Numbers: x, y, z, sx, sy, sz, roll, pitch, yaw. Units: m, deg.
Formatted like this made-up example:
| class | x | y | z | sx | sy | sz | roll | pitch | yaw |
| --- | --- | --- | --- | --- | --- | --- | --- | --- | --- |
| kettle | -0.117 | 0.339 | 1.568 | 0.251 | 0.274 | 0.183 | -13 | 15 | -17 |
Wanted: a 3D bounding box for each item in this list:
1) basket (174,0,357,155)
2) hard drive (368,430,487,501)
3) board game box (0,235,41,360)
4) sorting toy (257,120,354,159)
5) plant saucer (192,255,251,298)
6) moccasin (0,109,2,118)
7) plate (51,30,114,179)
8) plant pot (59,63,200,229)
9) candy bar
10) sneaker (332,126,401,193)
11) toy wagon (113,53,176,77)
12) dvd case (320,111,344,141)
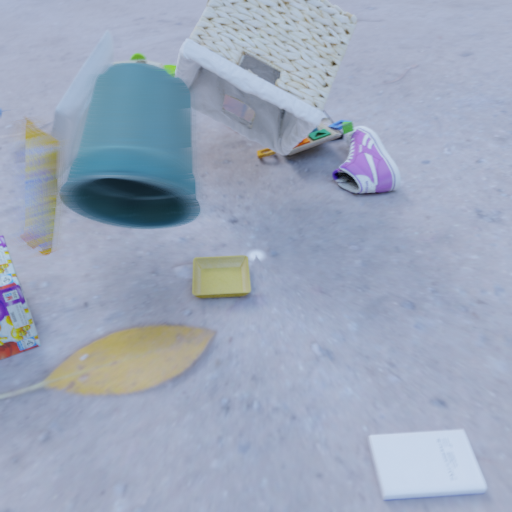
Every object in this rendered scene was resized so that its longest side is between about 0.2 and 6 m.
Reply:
| class | x | y | z | sx | sy | sz | roll | pitch | yaw |
| --- | --- | --- | --- | --- | --- | --- | --- | --- | --- |
| basket | 0.085 | -3.776 | 11.070 | 2.795 | 2.820 | 2.268 | 26 | 83 | -9 |
| hard drive | 2.235 | 2.752 | 7.420 | 1.317 | 0.167 | 0.869 | -3 | 40 | -3 |
| board game box | -4.995 | 0.961 | 8.617 | 2.716 | 1.399 | 1.424 | -20 | 44 | -22 |
| sorting toy | 1.183 | -2.933 | 13.609 | 2.530 | 0.345 | 1.425 | -21 | 26 | -6 |
| plant saucer | -0.631 | 0.420 | 10.175 | 1.032 | 0.250 | 1.032 | -3 | 40 | -2 |
| moccasin | -4.136 | -2.146 | 8.052 | 0.851 | 2.115 | 0.721 | 33 | 71 | 9 |
| plate | -3.063 | -2.539 | 9.901 | 0.346 | 2.142 | 2.137 | 24 | 56 | -13 |
| plant pot | -1.480 | -1.362 | 6.949 | 1.648 | 1.648 | 1.614 | 1 | 73 | 1 |
| candy bar | -2.541 | -0.736 | 6.576 | 0.482 | 1.934 | 0.214 | 33 | 44 | 8 |
| sneaker | 2.269 | -2.252 | 12.975 | 1.312 | 0.834 | 2.301 | -12 | 41 | -9 |
| toy wagon | -3.612 | -5.335 | 16.819 | 3.256 | 0.644 | 2.526 | -8 | 41 | -11 |
| dvd case | 1.433 | -3.507 | 14.984 | 1.272 | 0.156 | 1.783 | -10 | 40 | -11 |
